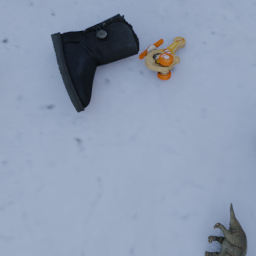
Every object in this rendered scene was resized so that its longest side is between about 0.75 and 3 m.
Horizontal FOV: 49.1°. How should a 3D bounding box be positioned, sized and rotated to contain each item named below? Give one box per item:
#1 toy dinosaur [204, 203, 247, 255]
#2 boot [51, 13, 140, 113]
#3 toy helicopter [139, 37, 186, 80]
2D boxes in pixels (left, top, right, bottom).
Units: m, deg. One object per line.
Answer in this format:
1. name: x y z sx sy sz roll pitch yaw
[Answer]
1. toy dinosaur: 2.284 2.641 6.202 0.933 0.702 1.824 17 58 -7
2. boot: -0.768 -2.005 8.015 2.418 1.099 2.878 -18 60 -4
3. toy helicopter: 1.134 -2.310 8.543 1.171 0.699 1.771 30 57 23
